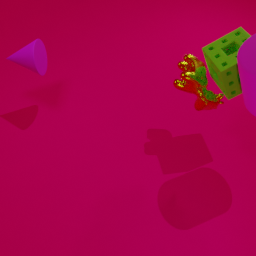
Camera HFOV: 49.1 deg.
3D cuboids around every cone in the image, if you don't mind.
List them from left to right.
[{"bbox_3d":[-3.036,-2.030,8.141,1.042,1.038,1.038,-1,52,4],"label":"cone"}]

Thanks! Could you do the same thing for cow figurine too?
[{"bbox_3d":[1.907,-1.150,7.402,1.360,0.758,1.382,22,63,-12],"label":"cow figurine"}]

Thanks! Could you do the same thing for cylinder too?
[{"bbox_3d":[2.989,-1.056,5.609,1.371,1.371,1.371,-15,49,18],"label":"cylinder"}]

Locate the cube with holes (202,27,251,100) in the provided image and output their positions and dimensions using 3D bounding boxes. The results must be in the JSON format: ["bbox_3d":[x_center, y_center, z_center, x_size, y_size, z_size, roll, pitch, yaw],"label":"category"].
[{"bbox_3d":[2.604,-1.562,6.842,1.028,1.028,1.028,-28,47,10],"label":"cube with holes"}]
